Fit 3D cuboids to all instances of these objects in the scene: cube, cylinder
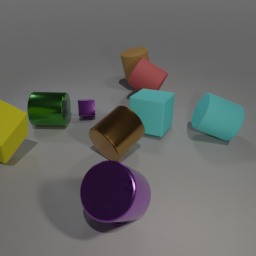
[{"bbox_3d":[-1.789,-0.875,12.165,0.700,0.700,0.700,-4,4,-7],"label":"cube"},{"bbox_3d":[0.430,-3.308,14.557,1.400,1.400,1.400,-10,32,6],"label":"cylinder"},{"bbox_3d":[-3.197,-0.777,11.517,1.400,1.400,1.400,1,31,2],"label":"cylinder"},{"bbox_3d":[-0.375,0.176,9.591,1.400,1.400,1.400,25,56,36],"label":"cylinder"},{"bbox_3d":[-0.266,1.615,6.989,1.400,1.400,1.400,-6,71,18],"label":"cylinder"},{"bbox_3d":[0.945,-0.650,11.100,1.400,1.400,1.400,11,25,22],"label":"cube"},{"bbox_3d":[-4.289,0.057,9.209,1.400,1.400,1.400,27,56,-1],"label":"cube"},{"bbox_3d":[0.948,-2.344,13.247,1.400,1.400,1.400,32,37,4],"label":"cylinder"},{"bbox_3d":[3.306,-0.410,10.400,1.400,1.400,1.400,21,30,-7],"label":"cylinder"}]
